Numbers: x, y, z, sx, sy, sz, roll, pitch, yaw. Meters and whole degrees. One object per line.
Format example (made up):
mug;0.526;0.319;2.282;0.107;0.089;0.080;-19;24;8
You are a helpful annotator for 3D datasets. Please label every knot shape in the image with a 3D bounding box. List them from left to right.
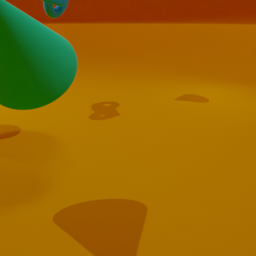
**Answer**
knot shape;-2.304;-4.076;8.347;0.834;1.805;1.689;-20;-19;8

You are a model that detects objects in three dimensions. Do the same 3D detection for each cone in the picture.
cone;-1.387;-1.099;3.326;1.334;1.334;1.339;0;-22;1
